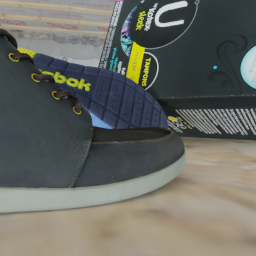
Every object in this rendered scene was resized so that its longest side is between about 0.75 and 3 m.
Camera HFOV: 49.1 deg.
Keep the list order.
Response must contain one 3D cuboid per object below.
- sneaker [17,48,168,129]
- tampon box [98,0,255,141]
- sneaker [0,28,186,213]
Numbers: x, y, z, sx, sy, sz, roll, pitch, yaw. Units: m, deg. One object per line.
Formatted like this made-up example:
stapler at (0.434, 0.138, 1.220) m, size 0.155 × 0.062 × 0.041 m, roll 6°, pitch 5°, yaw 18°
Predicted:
sneaker at (-0.641, -0.215, 3.421) m, size 2.293 × 0.848 × 0.943 m, roll 19°, pitch -41°, yaw -2°
tampon box at (1.156, -1.009, 4.194) m, size 2.668 × 1.999 × 1.684 m, roll 2°, pitch -18°, yaw 33°
sneaker at (-0.447, -0.135, 1.464) m, size 1.824 × 0.969 × 0.682 m, roll -2°, pitch 3°, yaw -28°
